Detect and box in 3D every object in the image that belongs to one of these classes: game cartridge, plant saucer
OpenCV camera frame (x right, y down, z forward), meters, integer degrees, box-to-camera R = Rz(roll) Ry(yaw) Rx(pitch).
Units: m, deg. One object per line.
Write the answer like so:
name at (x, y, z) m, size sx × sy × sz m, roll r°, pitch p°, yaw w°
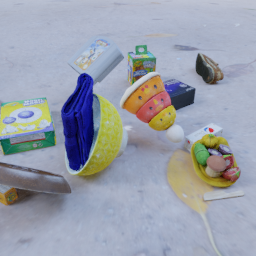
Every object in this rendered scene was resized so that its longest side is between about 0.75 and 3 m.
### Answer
game cartridge at (-1.284, -2.740, 10.893) m, size 1.793 × 0.559 × 2.693 m, roll -49°, pitch 39°, yaw 1°
plant saucer at (-2.543, 1.153, 6.754) m, size 2.469 × 0.396 × 2.469 m, roll 12°, pitch -9°, yaw 2°

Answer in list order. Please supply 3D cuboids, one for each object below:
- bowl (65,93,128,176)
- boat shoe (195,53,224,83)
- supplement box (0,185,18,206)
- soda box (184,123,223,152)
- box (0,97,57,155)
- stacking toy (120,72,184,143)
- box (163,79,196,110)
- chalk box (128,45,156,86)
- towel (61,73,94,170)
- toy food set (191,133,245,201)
bowl at (-0.806, 0.284, 8.280) m, size 1.304 × 2.424 × 2.424 m, roll 15°, pitch 24°, yaw -29°
boat shoe at (4.217, -3.087, 14.578) m, size 0.944 × 0.967 × 2.555 m, roll 2°, pitch 40°, yaw -8°
supplement box at (-3.513, 1.634, 7.513) m, size 1.161 × 0.386 × 0.399 m, roll 20°, pitch 36°, yaw 27°
soda box at (2.566, 0.339, 9.487) m, size 1.436 × 0.457 × 0.489 m, roll -24°, pitch 40°, yaw -31°
box at (-3.692, -0.284, 10.254) m, size 1.755 × 0.723 × 2.991 m, roll -11°, pitch 32°, yaw -17°
stacking toy at (1.030, -0.506, 9.168) m, size 1.701 × 1.701 × 2.328 m, roll -32°, pitch 77°, yaw -40°
box at (1.679, -1.352, 11.898) m, size 1.953 × 0.770 × 1.379 m, roll -21°, pitch 41°, yaw -30°
chalk box at (0.642, -3.026, 13.482) m, size 1.161 × 1.859 × 1.152 m, roll -7°, pitch 33°, yaw -12°
towel at (-1.234, -0.103, 7.701) m, size 0.577 × 2.327 × 1.718 m, roll 11°, pitch 47°, yaw 5°
toy food set at (2.570, 0.903, 7.951) m, size 1.303 × 0.723 × 2.215 m, roll 0°, pitch 45°, yaw -3°
